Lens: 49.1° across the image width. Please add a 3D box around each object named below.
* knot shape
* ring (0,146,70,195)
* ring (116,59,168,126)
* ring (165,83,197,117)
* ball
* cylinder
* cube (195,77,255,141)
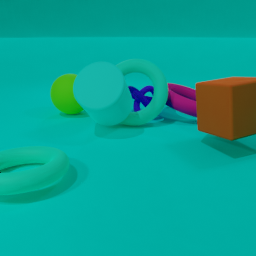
[{"bbox_3d":[0.565,-0.841,8.388,1.296,0.599,1.213,47,36,21],"label":"knot shape"},{"bbox_3d":[-1.787,0.658,4.685,1.593,0.319,1.593,-2,14,1],"label":"ring"},{"bbox_3d":[0.152,-0.961,7.484,1.837,1.837,0.367,6,-7,15],"label":"ring"},{"bbox_3d":[1.805,-0.821,8.266,2.051,0.410,2.051,15,22,-6],"label":"ring"},{"bbox_3d":[-1.686,-1.003,8.284,1.185,1.185,1.185,0,20,0],"label":"ball"},{"bbox_3d":[-0.560,-0.784,6.750,1.190,1.190,1.190,4,-16,11],"label":"cylinder"},{"bbox_3d":[2.169,-0.454,5.809,1.071,1.071,1.071,-12,15,-21],"label":"cube"}]
